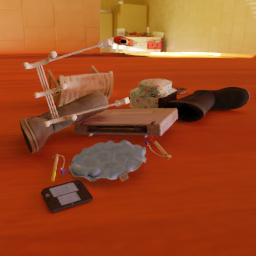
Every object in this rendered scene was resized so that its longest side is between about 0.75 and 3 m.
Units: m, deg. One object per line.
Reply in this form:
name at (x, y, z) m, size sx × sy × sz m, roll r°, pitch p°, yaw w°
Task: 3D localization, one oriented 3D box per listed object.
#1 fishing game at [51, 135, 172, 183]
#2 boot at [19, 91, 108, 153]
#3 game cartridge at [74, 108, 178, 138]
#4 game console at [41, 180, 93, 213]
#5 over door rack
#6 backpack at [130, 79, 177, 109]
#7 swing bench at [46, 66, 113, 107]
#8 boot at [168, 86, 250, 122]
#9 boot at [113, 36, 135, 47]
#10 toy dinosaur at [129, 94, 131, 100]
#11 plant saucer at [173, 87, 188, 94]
fishing game at (-0.452, 0.819, 6.807) m, size 2.757 × 0.429 × 1.974 m, roll -12°, pitch 21°, yaw -11°
boot at (-1.826, -0.295, 8.480) m, size 2.677 × 0.971 × 2.434 m, roll -16°, pitch 23°, yaw -17°
game cartridge at (-0.014, -0.209, 9.268) m, size 2.966 × 0.569 × 1.923 m, roll 1°, pitch 14°, yaw 26°
game console at (-1.238, 1.347, 5.629) m, size 0.881 × 0.137 × 0.779 m, roll -11°, pitch 22°, yaw -28°
over door rack at (-1.296, -1.157, 7.201) m, size 2.369 × 1.750 × 0.789 m, roll -16°, pitch 10°, yaw -2°
backpack at (0.971, -1.320, 11.601) m, size 1.797 × 1.378 × 1.580 m, roll 3°, pitch 23°, yaw 32°
swing bench at (-2.237, -1.893, 12.894) m, size 2.400 × 1.566 × 2.413 m, roll -10°, pitch 22°, yaw -27°
boot at (3.209, -0.966, 10.966) m, size 2.460 × 0.980 × 2.985 m, roll -1°, pitch 11°, yaw 33°
boot at (-0.256, -3.264, 10.464) m, size 0.963 × 0.361 × 0.516 m, roll 21°, pitch 21°, yaw 32°
toy dinosaur at (0.262, -1.505, 13.598) m, size 0.973 × 0.374 × 0.498 m, roll -3°, pitch 12°, yaw -17°
plant saucer at (2.734, -2.044, 15.426) m, size 1.090 × 0.199 × 1.090 m, roll 0°, pitch 18°, yaw 0°
